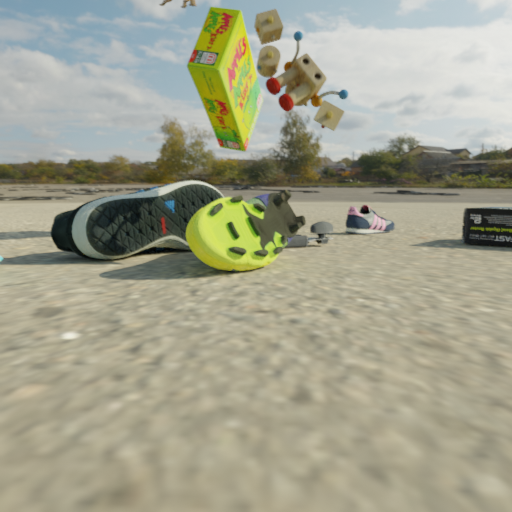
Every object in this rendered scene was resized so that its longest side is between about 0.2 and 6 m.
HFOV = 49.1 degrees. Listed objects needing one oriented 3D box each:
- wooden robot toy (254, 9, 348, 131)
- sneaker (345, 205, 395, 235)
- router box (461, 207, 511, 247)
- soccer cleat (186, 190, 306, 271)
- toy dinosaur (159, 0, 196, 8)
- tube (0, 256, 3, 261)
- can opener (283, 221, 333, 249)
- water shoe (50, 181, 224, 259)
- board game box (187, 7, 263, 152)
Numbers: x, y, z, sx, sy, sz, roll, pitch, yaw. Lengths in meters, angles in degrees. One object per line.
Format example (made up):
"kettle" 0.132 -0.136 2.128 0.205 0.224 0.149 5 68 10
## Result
"wooden robot toy" 0.525 -2.614 8.556 0.919 2.087 0.947 -36 -4 -12
"sneaker" 2.866 -0.912 13.815 1.725 0.708 0.605 -7 9 -44
"router box" 5.391 -0.563 10.761 2.338 0.726 1.752 5 8 37
"soccer cleat" -0.263 -0.244 8.245 1.378 1.065 3.294 -30 0 22
"toy dinosaur" -1.079 -3.885 7.977 0.879 0.596 0.377 9 15 36
"tube" -3.484 0.060 6.941 0.713 0.464 1.840 6 -1 -27
"can opener" 0.791 -0.395 10.408 1.428 0.477 0.381 -3 7 -25
"water shoe" -1.833 -0.653 9.536 1.335 1.210 3.384 2 6 37
"board game box" -0.619 -3.939 12.953 0.743 1.585 3.120 13 -18 14
